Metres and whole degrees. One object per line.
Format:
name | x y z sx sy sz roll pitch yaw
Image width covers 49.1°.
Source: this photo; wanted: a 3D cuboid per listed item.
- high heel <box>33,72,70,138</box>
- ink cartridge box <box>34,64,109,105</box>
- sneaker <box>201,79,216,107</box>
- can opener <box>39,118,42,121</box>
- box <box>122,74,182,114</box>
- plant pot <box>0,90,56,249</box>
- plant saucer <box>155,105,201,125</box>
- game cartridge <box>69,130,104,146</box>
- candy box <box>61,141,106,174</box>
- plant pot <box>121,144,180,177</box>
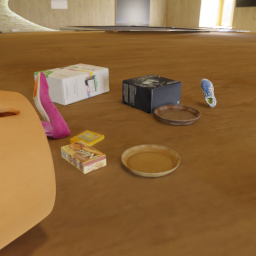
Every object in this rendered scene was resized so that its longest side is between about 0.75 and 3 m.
high heel | -2.163 -0.667 8.022 0.930 1.939 0.653 1 -20 -31
ink cartridge box | -2.273 -1.908 11.693 1.826 1.059 2.521 18 29 35
sneaker | 2.953 -1.280 10.217 0.412 1.088 0.419 -21 4 23
can opener | -2.790 0.071 8.069 0.469 0.581 1.479 33 14 -26
box | 0.881 -1.328 10.524 1.591 0.950 1.618 -19 31 -37
plant pot | -2.283 0.617 3.751 1.988 2.840 2.840 -14 27 -35
plant saucer | 1.647 -0.433 9.342 1.516 0.243 1.516 -1 23 0
game cartridge | -1.151 0.303 7.787 0.670 0.123 0.760 15 26 31
candy box | -1.079 0.671 6.712 0.614 0.294 1.064 -19 30 -36
plant pot | 0.533 0.775 6.621 1.375 0.189 1.375 -1 24 0
